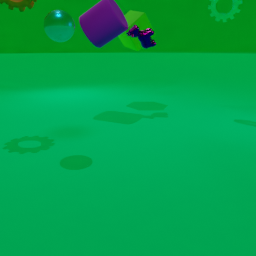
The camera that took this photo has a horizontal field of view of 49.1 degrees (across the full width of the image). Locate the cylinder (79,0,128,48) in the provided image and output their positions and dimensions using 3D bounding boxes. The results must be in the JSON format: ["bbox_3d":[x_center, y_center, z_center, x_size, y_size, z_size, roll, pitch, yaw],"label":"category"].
[{"bbox_3d":[-0.912,-4.008,10.669,1.377,1.377,1.377,-28,7,21],"label":"cylinder"}]

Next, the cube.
[{"bbox_3d":[0.275,-4.340,12.472,1.163,1.163,1.163,-45,42,-8],"label":"cube"}]

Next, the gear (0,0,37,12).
[{"bbox_3d":[-3.268,-4.009,8.060,1.292,1.292,0.239,0,56,1],"label":"gear"}]

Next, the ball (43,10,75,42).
[{"bbox_3d":[-1.650,-2.450,6.737,0.736,0.736,0.736,0,17,0],"label":"ball"}]

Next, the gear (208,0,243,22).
[{"bbox_3d":[3.436,-4.375,9.932,1.140,1.140,0.211,11,28,32],"label":"gear"}]

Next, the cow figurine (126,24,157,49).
[{"bbox_3d":[0.508,-3.488,10.785,1.029,1.045,0.574,-19,38,-1],"label":"cow figurine"}]
